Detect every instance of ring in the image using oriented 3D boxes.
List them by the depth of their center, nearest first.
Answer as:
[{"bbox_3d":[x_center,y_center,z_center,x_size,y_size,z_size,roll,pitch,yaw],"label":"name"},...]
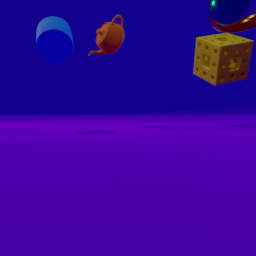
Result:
[{"bbox_3d":[2.859,-2.886,6.854,1.682,0.336,1.682,-5,-14,-1],"label":"ring"}]

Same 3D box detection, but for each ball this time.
[{"bbox_3d":[2.095,-2.566,5.827,0.816,0.816,0.816,0,3,0],"label":"ball"}]

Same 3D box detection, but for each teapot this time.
[{"bbox_3d":[-0.623,-2.702,8.434,0.751,1.533,0.953,20,33,-33],"label":"teapot"}]

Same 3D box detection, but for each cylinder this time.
[{"bbox_3d":[-1.582,-1.905,6.051,0.761,0.761,0.761,-1,40,-16],"label":"cylinder"}]

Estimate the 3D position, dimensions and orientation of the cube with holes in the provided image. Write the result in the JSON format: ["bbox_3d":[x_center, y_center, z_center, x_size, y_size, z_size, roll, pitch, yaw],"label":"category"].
[{"bbox_3d":[3.256,-2.418,9.740,1.327,1.327,1.327,-14,33,-18],"label":"cube with holes"}]
